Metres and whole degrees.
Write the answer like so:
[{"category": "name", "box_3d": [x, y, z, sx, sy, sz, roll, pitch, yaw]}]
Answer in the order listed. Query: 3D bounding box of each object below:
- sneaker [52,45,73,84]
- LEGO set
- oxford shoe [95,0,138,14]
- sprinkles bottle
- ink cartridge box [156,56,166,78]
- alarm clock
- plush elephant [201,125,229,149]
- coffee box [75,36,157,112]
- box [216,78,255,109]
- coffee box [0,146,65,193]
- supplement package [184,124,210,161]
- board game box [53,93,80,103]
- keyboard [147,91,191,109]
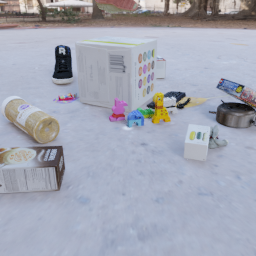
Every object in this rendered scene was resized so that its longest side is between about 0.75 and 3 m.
[{"category": "sneaker", "box_3d": [-3.424, -3.373, 14.415, 1.085, 1.662, 2.971, -5, 25, -10]}, {"category": "LEGO set", "box_3d": [0.689, -0.729, 9.332, 2.501, 1.026, 0.954, -8, 26, -17]}, {"category": "oxford shoe", "box_3d": [-0.384, -4.291, 9.776, 1.586, 0.585, 0.561, 22, 72, 14]}, {"category": "sprinkles bottle", "box_3d": [-3.057, -0.309, 8.638, 0.840, 0.840, 2.461, -21, 32, -38]}, {"category": "ink cartridge box", "box_3d": [0.681, -3.351, 15.220, 2.310, 0.968, 2.028, -4, 24, -7]}, {"category": "alarm clock", "box_3d": [3.693, -0.406, 9.209, 1.234, 0.609, 1.830, -13, 31, -28]}, {"category": "plush elephant", "box_3d": [2.300, 0.197, 7.724, 0.849, 0.657, 0.699, -22, 32, -39]}, {"category": "coffee box", "box_3d": [-0.368, -2.249, 11.056, 2.366, 2.362, 2.339, 12, 27, 24]}, {"category": "box", "box_3d": [4.176, -0.952, 9.341, 2.110, 0.421, 1.445, 23, 14, -19]}, {"category": "coffee box", "box_3d": [-2.295, 0.894, 6.170, 1.658, 0.661, 0.948, -2, 24, -5]}, {"category": "supplement package", "box_3d": [1.791, 0.368, 7.254, 0.569, 0.565, 0.750, 8, 41, 17]}, {"category": "board game box", "box_3d": [-2.565, -1.306, 11.601, 0.889, 0.219, 1.125, 9, 25, 18]}, {"category": "keyboard", "box_3d": [1.802, -1.111, 11.185, 1.387, 0.225, 2.183, 14, 29, 28]}]
